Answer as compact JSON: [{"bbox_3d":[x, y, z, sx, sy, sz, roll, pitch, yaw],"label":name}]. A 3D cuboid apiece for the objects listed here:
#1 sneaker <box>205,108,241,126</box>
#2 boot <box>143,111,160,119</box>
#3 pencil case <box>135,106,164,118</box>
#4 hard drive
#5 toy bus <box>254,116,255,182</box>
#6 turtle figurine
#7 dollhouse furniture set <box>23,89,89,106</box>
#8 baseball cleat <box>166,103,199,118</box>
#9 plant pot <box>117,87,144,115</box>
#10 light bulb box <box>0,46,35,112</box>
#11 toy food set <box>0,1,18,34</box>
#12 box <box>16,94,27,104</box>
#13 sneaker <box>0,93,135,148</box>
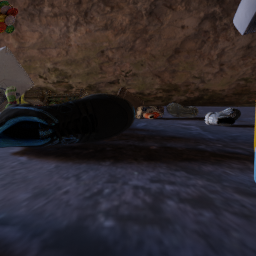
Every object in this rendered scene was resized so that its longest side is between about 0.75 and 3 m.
[{"bbox_3d":[3.326,-0.294,9.161,1.434,0.538,0.828,-13,15,-21],"label":"sneaker"},{"bbox_3d":[1.172,-0.549,12.795,0.859,0.322,0.461,-8,17,-33],"label":"boot"},{"bbox_3d":[1.037,-0.733,13.268,1.375,0.615,0.535,-3,47,-24],"label":"pencil case"},{"bbox_3d":[3.049,-3.066,5.561,1.563,2.318,0.491,-26,59,-40],"label":"hard drive"},{"bbox_3d":[2.521,-0.103,2.838,2.371,1.225,2.237,1,6,19],"label":"toy bus"},{"bbox_3d":[-2.556,-0.386,6.421,1.549,1.150,1.598,0,7,-45],"label":"turtle figurine"},{"bbox_3d":[-1.798,-0.260,8.027,1.877,1.043,1.660,2,-19,22],"label":"dollhouse furniture set"},{"bbox_3d":[2.505,-0.789,13.832,2.033,0.709,1.082,8,-6,-32],"label":"baseball cleat"},{"bbox_3d":[0.074,-1.143,14.053,1.324,1.519,1.519,17,6,2],"label":"plant pot"},{"bbox_3d":[-4.574,-1.226,8.593,2.273,1.419,2.253,6,45,45],"label":"light bulb box"},{"bbox_3d":[-3.319,-2.831,7.230,0.982,0.241,0.992,-29,-21,-40],"label":"toy food set"},{"bbox_3d":[-4.043,-0.845,11.439,0.751,1.128,2.998,0,6,7],"label":"box"},{"bbox_3d":[-1.047,-0.010,4.762,2.428,0.889,0.995,-8,18,-4],"label":"sneaker"}]
